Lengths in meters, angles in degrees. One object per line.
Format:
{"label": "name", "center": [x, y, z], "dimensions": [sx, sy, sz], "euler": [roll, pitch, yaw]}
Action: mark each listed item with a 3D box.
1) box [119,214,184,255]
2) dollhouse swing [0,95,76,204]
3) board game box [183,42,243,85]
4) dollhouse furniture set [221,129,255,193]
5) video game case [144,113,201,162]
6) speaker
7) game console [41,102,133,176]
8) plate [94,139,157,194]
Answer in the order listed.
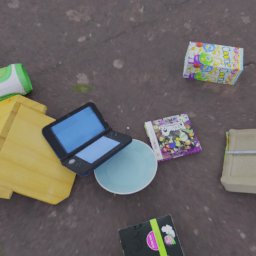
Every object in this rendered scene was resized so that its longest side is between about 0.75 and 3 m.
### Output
{"label": "box", "center": [0.654, 3.289, 6.952], "dimensions": [1.382, 1.156, 1.860], "euler": [-15, 68, -7]}
{"label": "dollhouse swing", "center": [-3.089, 0.827, 8.398], "dimensions": [2.444, 2.365, 2.690], "euler": [-8, 59, 43]}
{"label": "board game box", "center": [2.848, -2.183, 9.471], "dimensions": [1.756, 0.905, 0.921], "euler": [9, 67, 4]}
{"label": "dollhouse furniture set", "center": [4.368, 1.139, 7.953], "dimensions": [2.983, 1.497, 1.954], "euler": [-4, 53, 39]}
{"label": "video game case", "center": [1.377, 0.279, 8.752], "dimensions": [1.452, 0.260, 1.316], "euler": [-13, 67, -6]}
{"label": "speaker", "center": [-4.451, -1.227, 8.966], "dimensions": [2.500, 1.106, 1.106], "euler": [-21, 68, -9]}
{"label": "game console", "center": [-1.141, 0.217, 7.995], "dimensions": [1.933, 1.144, 1.650], "euler": [-35, 33, -31]}
{"label": "plate", "center": [-0.065, 1.123, 8.212], "dimensions": [1.857, 0.237, 1.857], "euler": [-4, 50, 5]}
